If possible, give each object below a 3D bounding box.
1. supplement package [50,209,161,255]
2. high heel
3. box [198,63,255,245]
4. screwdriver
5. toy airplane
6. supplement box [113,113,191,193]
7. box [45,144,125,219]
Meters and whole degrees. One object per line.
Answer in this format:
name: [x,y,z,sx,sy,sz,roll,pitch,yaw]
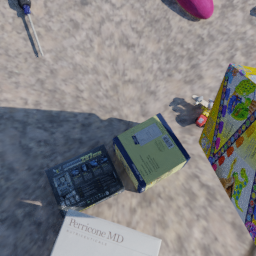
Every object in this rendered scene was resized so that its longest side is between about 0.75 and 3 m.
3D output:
supplement package: [-0.684,3.196,4.933,1.740,1.746,2.977,16,69,6]
high heel: [1.768,-4.653,8.142,0.994,1.416,2.951,-18,76,2]
box: [2.369,0.354,3.351,2.196,1.340,2.115,6,31,-12]
screwdriver: [-2.873,-3.192,8.200,0.377,0.394,2.705,-21,66,-6]
toy airplane: [2.076,-0.476,7.018,0.862,0.609,0.859,-4,67,-1]
supplement box: [0.495,0.588,6.451,1.275,0.857,1.277,-28,71,-11]
box: [-0.989,1.214,6.458,1.510,0.385,1.191,-24,71,-9]
